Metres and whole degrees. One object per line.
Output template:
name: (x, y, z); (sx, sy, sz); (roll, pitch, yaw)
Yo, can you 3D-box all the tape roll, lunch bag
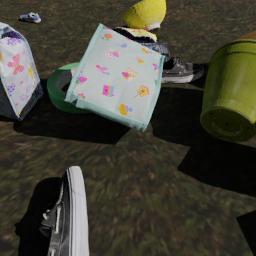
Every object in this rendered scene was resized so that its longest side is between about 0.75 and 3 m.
tape roll: (-1.560, -1.406, 9.438); (2.203, 0.530, 2.203); (0, 46, 0)
lunch bag: (-4.191, -1.821, 8.206); (2.415, 2.848, 1.810); (14, 47, 12)
lunch bag: (-0.340, -1.270, 8.015); (2.366, 1.693, 2.777); (23, 50, -9)

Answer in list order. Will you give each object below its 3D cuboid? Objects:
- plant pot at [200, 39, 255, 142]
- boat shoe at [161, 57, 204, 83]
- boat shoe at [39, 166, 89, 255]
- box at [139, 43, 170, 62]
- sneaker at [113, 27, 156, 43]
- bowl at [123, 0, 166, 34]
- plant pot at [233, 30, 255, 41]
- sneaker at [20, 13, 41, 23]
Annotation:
plant pot: (3.114, -0.861, 7.956); (2.300, 2.300, 2.214); (20, 61, 18)
boat shoe: (1.564, -2.143, 9.957); (2.375, 0.787, 0.830); (-3, 44, -2)
boat shoe: (-1.336, 1.998, 5.765); (0.987, 1.003, 2.783); (-4, 47, -8)
box: (0.966, -2.800, 10.745); (1.116, 0.597, 0.828); (-2, 46, -2)
sneaker: (0.305, -3.798, 11.718); (1.921, 0.751, 0.867); (20, 42, 10)
bowl: (0.846, -4.664, 12.091); (1.942, 1.942, 1.045); (-23, 92, -21)
plant pot: (4.481, -2.331, 9.426); (2.479, 2.311, 2.311); (-6, 44, 16)
sneaker: (-4.647, -5.290, 13.319); (1.038, 0.400, 0.393); (10, 48, 11)
